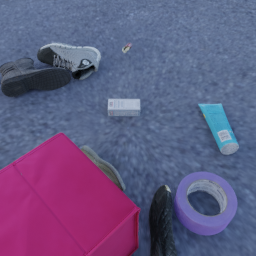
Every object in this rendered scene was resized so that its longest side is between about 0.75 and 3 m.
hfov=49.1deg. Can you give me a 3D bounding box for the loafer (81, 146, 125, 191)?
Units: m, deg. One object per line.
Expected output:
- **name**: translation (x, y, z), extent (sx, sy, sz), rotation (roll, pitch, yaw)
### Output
- **loafer**: translation (-0.889, 1.332, 8.379), extent (0.719, 0.776, 2.064), rotation (-42, 50, -19)

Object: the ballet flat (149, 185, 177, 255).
- **ballet flat**: translation (0.963, 2.602, 7.520), extent (0.637, 0.746, 2.244), rotation (25, 49, -22)

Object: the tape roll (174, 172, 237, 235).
- **tape roll**: translation (2.131, 2.081, 7.816), extent (1.612, 0.685, 1.612), rotation (-1, 50, 1)

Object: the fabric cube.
- **fabric cube**: translation (-1.555, 2.267, 6.384), extent (2.686, 2.635, 2.677), rotation (-37, 58, -26)

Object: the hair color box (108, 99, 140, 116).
- **hair color box**: translation (-0.145, -0.761, 10.398), extent (1.188, 0.360, 0.588), rotation (1, 50, -1)

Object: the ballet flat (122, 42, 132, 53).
- **ballet flat**: translation (-0.071, -3.476, 12.320), extent (0.272, 0.786, 0.280), rotation (30, 64, -22)

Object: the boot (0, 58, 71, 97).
- **boot**: translation (-3.820, -2.318, 11.381), extent (2.747, 0.959, 1.808), rotation (-11, 45, -15)

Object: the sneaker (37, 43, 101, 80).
- **sneaker**: translation (-2.502, -2.696, 11.626), extent (2.698, 1.012, 1.558), rotation (-1, 52, -2)

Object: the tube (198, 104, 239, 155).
- **tube**: translation (3.177, -0.126, 9.795), extent (0.887, 0.578, 2.292), rotation (2, 45, -8)
